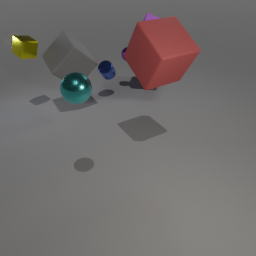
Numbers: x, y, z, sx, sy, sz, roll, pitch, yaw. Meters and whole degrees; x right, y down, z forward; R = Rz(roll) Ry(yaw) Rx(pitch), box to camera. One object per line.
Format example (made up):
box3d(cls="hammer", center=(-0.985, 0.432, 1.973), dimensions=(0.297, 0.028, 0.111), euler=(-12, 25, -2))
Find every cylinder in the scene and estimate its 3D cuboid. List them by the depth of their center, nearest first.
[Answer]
box3d(cls="cylinder", center=(-0.996, -2.753, 13.350), dimensions=(0.700, 0.700, 0.700), euler=(9, -12, 15))

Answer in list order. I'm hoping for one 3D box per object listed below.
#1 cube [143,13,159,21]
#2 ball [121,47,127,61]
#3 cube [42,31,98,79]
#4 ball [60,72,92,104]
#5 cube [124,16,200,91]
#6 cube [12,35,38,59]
box3d(cls="cube", center=(1.175, -4.250, 13.306), dimensions=(1.400, 1.400, 1.400), euler=(19, 73, -7))
box3d(cls="ball", center=(0.012, -3.705, 14.062), dimensions=(0.700, 0.700, 0.700), euler=(0, 31, 0))
box3d(cls="cube", center=(-2.376, -2.800, 11.490), dimensions=(1.400, 1.400, 1.400), euler=(26, 23, -51))
box3d(cls="ball", center=(-1.142, -0.874, 6.168), dimensions=(0.700, 0.700, 0.700), euler=(0, 31, 0))
box3d(cls="cube", center=(0.945, -2.189, 8.237), dimensions=(1.400, 1.400, 1.400), euler=(-20, 69, -28))
box3d(cls="cube", center=(-4.097, -3.216, 11.129), dimensions=(0.700, 0.700, 0.700), euler=(35, 34, 26))
